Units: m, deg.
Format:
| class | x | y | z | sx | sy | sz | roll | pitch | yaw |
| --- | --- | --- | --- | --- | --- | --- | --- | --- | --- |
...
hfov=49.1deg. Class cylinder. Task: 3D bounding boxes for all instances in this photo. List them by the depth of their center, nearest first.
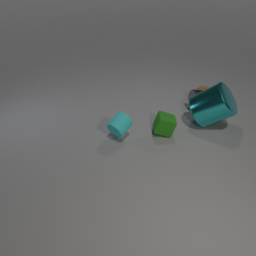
| class | x | y | z | sx | sy | sz | roll | pitch | yaw |
| --- | --- | --- | --- | --- | --- | --- | --- | --- | --- |
| cylinder | -0.303 | -0.129 | 10.455 | 0.700 | 0.700 | 0.700 | 23 | 62 | 32 |
| cylinder | 3.399 | -0.908 | 11.203 | 1.400 | 1.400 | 1.400 | -27 | 15 | 36 |
| cylinder | 3.183 | -1.364 | 12.629 | 0.700 | 0.700 | 0.700 | 1 | 30 | -21 |

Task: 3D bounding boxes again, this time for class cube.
| class | x | y | z | sx | sy | sz | roll | pitch | yaw |
| --- | --- | --- | --- | --- | --- | --- | --- | --- | --- |
| cube | 1.434 | -0.156 | 10.977 | 0.700 | 0.700 | 0.700 | 16 | 31 | -10 |

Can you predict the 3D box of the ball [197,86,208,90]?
| class | x | y | z | sx | sy | sz | roll | pitch | yaw |
| --- | --- | --- | --- | --- | --- | --- | --- | --- | --- |
| ball | 3.637 | -1.693 | 13.621 | 0.700 | 0.700 | 0.700 | 0 | 32 | 0 |
